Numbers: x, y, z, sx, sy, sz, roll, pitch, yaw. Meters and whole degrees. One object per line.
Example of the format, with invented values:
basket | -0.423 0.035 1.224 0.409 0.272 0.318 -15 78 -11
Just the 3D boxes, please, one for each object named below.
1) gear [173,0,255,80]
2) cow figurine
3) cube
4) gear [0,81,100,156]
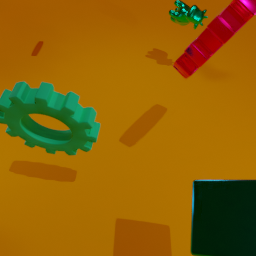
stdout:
gear | 1.717 -1.773 5.128 0.386 2.087 2.087 46 54 1
cow figurine | 2.066 -3.821 9.598 1.307 0.729 1.328 32 8 10
cube | 1.237 1.129 3.261 0.831 0.831 0.831 -5 59 24
gear | -1.334 -0.087 4.745 1.678 1.678 0.310 6 56 6
